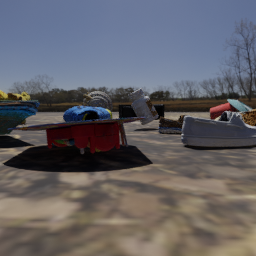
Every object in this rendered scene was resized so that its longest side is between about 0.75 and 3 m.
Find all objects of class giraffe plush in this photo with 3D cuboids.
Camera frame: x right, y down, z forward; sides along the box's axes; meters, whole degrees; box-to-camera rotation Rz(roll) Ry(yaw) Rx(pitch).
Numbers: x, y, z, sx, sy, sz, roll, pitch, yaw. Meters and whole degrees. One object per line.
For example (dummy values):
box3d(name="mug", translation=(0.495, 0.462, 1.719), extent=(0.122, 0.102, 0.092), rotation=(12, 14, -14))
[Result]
box3d(name="giraffe plush", translation=(-5.600, -1.131, 12.380), extent=(2.355, 2.506, 2.904), rotation=(22, -20, -33))

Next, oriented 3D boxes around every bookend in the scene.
box3d(name="bookend", translation=(0.822, -0.991, 17.148), extent=(2.023, 0.932, 2.010), rotation=(-4, 6, -43))

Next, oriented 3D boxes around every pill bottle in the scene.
box3d(name="pill bottle", translation=(0.500, -0.729, 9.487), extent=(0.651, 1.139, 0.651), rotation=(-28, 6, 3))

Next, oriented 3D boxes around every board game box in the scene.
box3d(name="board game box", translation=(-0.741, 0.165, 4.530), extent=(1.883, 0.464, 2.383), rotation=(-5, -1, -7))

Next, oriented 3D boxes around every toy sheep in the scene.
box3d(name="toy sheep", translation=(-1.613, -1.133, 14.610), extent=(1.715, 1.715, 2.488), rotation=(0, 17, 3))

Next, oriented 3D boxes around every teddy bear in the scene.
box3d(name="teddy bear", translation=(3.105, -0.071, 6.419), extent=(2.370, 0.791, 1.718), rotation=(-10, 3, -23))

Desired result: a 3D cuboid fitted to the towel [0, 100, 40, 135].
box3d(name="towel", translation=(-3.545, -0.085, 5.501), extent=(2.968, 0.322, 2.177), rotation=(-6, -10, -41))

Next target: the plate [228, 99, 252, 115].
box3d(name="plate", translation=(4.160, -0.561, 9.629), extent=(1.637, 0.209, 1.637), rotation=(27, 23, -13))

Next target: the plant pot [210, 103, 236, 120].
box3d(name="plant pot", translation=(3.435, -0.436, 10.075), extent=(0.843, 0.953, 0.953), rotation=(-7, 1, 25))

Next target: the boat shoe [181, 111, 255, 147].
box3d(name="boat shoe", translation=(1.864, -0.002, 5.264), extent=(1.829, 0.627, 0.659), rotation=(-1, 4, -8))

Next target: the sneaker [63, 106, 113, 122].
box3d(name="sneaker", translation=(-1.770, -0.475, 10.847), extent=(2.350, 0.775, 0.921), rotation=(3, 4, 31))

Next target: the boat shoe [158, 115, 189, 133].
box3d(name="boat shoe", translation=(1.525, -0.106, 7.646), extent=(1.380, 0.500, 0.499), rotation=(0, 4, -2))
